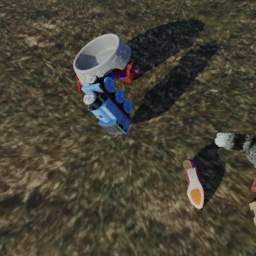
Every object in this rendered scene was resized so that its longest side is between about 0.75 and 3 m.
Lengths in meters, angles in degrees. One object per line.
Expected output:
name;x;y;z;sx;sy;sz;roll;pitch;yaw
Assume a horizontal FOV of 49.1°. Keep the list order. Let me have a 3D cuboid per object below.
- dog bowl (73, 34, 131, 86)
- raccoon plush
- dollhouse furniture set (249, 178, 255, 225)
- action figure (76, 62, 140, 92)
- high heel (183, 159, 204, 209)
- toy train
dog bowl;-0.928;-2.331;9.380;2.059;0.604;2.059;-19;47;21
raccoon plush;3.346;1.093;7.024;2.368;1.146;1.587;5;75;24
dollhouse furniture set;4.650;1.531;7.271;2.841;1.155;1.529;-3;57;-2
action figure;-0.654;-1.964;9.673;2.255;1.116;0.736;-12;57;-11
high heel;1.868;1.541;7.842;0.459;0.654;1.363;-25;72;21
toy train;-0.567;-0.632;8.020;0.825;1.902;1.087;-3;56;34
